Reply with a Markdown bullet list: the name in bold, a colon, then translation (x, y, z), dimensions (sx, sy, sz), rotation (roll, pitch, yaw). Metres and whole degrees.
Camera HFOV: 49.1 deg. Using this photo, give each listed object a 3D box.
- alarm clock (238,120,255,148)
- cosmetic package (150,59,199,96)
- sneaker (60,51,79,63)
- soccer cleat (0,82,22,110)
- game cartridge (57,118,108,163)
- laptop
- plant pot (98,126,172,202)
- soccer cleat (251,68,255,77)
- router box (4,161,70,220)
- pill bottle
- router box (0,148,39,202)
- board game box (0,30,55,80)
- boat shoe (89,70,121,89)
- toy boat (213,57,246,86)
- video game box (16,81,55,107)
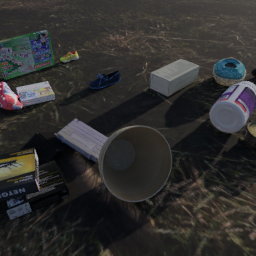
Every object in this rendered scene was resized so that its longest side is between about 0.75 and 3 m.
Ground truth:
- **alarm clock**: translation (4.777, 0.355, 9.616), dimensions (1.720, 0.572, 1.160), rotation (28, 45, 35)
- **cosmetic package**: translation (2.170, -2.382, 13.001), dimensions (2.223, 0.812, 1.151), rotation (-30, 47, -32)
- **sneaker**: translation (-3.240, -3.922, 15.279), dimensions (1.086, 0.490, 0.424), rotation (-27, 46, -28)
- **soccer cleat**: translation (-5.064, -1.333, 11.878), dimensions (0.805, 0.702, 2.106), rotation (14, 20, -36)
- **game cartridge**: translation (-1.449, 0.409, 9.488), dimensions (1.669, 0.320, 1.082), rotation (31, 48, 12)
- **laptop**: translation (-2.639, 0.746, 9.508), dimensions (1.341, 0.782, 1.514), rotation (32, 22, 34)
- **plant pot**: translation (0.013, 0.895, 8.024), dimensions (2.059, 2.059, 1.382), rotation (-17, 12, -21)
- **soccer cleat**: translation (6.764, -2.822, 13.934), dimensions (1.506, 0.514, 0.551), rotation (-12, 13, -7)
- **router box**: translation (-2.662, 1.703, 7.955), dimensions (1.667, 0.426, 1.243), rotation (-18, 40, -22)
- **pill bottle**: translation (4.142, -0.907, 10.677), dimensions (1.285, 1.285, 2.306), rotation (24, 44, 28)
- **router box**: translation (-3.412, 1.322, 7.716), dimensions (1.801, 0.470, 1.416), rotation (-13, 38, -12)
- **board game box**: translation (-5.025, -3.624, 13.810), dimensions (2.676, 1.801, 0.390), rotation (-27, 46, -31)
- **boat shoe**: translation (-1.113, -2.332, 13.132), dimensions (1.635, 0.561, 0.688), rotation (-28, 46, -32)
- **toy boat**: translation (5.335, -2.767, 13.193), dimensions (2.542, 1.181, 2.137), rotation (8, 38, 11)
- **video game box**: translation (-4.049, -1.514, 12.260), dimensions (1.416, 0.331, 1.290), rotation (-16, 38, -20)
